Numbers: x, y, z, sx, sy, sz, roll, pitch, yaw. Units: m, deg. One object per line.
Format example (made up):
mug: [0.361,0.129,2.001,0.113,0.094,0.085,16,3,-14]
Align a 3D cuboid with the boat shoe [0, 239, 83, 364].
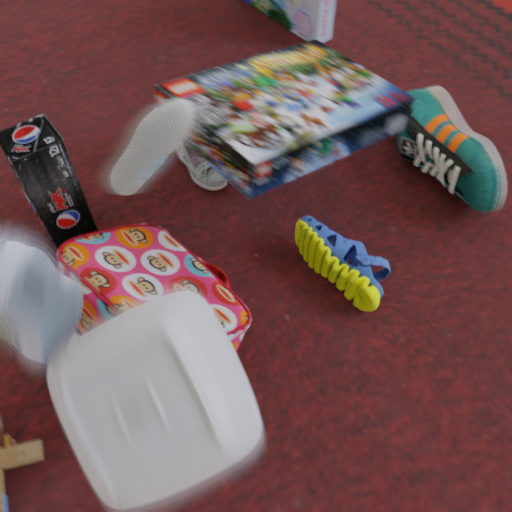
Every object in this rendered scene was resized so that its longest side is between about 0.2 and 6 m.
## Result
boat shoe: [-2.543,0.429,6.040,0.836,2.697,0.971,23,64,4]

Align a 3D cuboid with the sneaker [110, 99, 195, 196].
sneaker: [-1.440,-1.589,7.821,0.610,1.651,0.677,42,22,-18]

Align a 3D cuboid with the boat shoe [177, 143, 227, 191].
boat shoe: [-1.135,-1.922,11.368,0.572,0.497,1.551,-27,60,-17]

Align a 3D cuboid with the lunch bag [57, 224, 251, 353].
lunch bag: [-1.540,0.668,8.955,2.529,1.176,2.872,-21,55,-44]

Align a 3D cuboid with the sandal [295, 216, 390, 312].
sandal: [1.550,0.026,9.928,0.911,0.832,2.093,-37,72,-24]

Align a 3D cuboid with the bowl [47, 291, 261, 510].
bowl: [-1.168,1.623,6.132,2.107,0.786,2.104,-26,87,4]

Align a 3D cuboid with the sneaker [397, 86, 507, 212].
sneaker: [3.579,-2.061,11.106,1.382,1.235,3.460,-12,49,-7]

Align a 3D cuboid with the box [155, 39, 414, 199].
box: [0.500,-2.463,9.355,3.607,0.680,2.463,-28,56,-31]

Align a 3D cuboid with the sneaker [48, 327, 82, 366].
sneaker: [-2.668,1.723,8.637,0.804,0.829,2.271,-36,60,0]

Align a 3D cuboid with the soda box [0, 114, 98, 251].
soda box: [-3.511,-1.150,9.645,0.878,2.482,0.786,-29,59,-18]

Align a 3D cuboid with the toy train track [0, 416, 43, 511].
toy train track: [-3.661,3.444,7.866,1.393,0.395,2.429,-9,62,-15]

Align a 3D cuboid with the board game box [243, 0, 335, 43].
board game box: [0.694,-7.028,13.316,0.617,2.997,2.990,-37,63,-22]
